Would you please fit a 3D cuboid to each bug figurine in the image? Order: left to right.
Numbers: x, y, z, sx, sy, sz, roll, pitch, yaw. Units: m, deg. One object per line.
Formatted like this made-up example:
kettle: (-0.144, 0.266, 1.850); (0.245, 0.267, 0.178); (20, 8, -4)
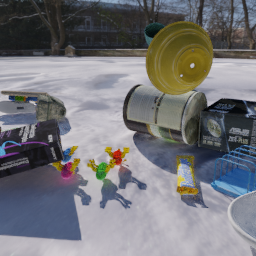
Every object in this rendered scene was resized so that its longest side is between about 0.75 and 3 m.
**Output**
bug figurine: (-0.971, 0.838, 6.965); (1.976, 0.508, 1.532); (2, 18, 7)

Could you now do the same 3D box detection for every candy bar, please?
candy bar: (1.389, 1.077, 6.704); (0.487, 0.216, 1.953); (3, 17, 9)

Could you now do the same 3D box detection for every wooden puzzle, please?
wooden puzzle: (-4.617, -1.377, 13.261); (2.003, 0.501, 2.162); (2, 0, -1)

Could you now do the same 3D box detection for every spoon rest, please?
spoon rest: (2.947, 1.349, 4.825); (2.829, 0.858, 1.406); (-10, 20, -30)

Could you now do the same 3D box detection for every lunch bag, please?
lunch bag: (-3.143, -0.812, 11.494); (1.137, 0.945, 1.356); (7, 14, -21)

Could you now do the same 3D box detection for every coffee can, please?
coffee can: (1.202, -0.491, 9.154); (2.271, 1.662, 1.662); (13, 22, 36)

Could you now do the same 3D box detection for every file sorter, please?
file sorter: (2.582, 0.938, 6.263); (1.216, 0.746, 0.844); (-16, 24, -41)

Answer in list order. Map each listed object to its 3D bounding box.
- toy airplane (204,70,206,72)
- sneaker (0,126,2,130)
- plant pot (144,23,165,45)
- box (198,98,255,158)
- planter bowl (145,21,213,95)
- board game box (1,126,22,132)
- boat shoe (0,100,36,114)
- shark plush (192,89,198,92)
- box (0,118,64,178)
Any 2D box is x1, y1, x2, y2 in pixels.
toy airplane: (2.932, -2.441, 11.131); (0.587, 0.828, 0.832); (28, 54, 18)
sneaker: (-4.682, -0.068, 9.682); (0.380, 0.413, 1.031); (-16, 14, -41)
plant pot: (1.185, -3.929, 12.095); (0.929, 0.746, 0.929); (-3, 61, 5)
box: (3.846, -0.036, 8.555); (2.732, 1.176, 2.237); (12, 22, 32)
planter bowl: (1.215, -1.360, 5.845); (1.596, 1.596, 0.665); (-4, 25, -13)
board game box: (-3.944, 0.224, 9.331); (0.767, 0.210, 1.215); (15, 23, 40)
boat shoe: (-4.977, -0.974, 12.502); (1.633, 0.587, 0.536); (-4, 13, -16)
shark plush: (3.455, -1.786, 15.469); (2.208, 1.003, 0.919); (10, 26, -48)
box: (-3.135, 0.586, 6.916); (2.965, 0.535, 2.120); (-14, 20, -12)
